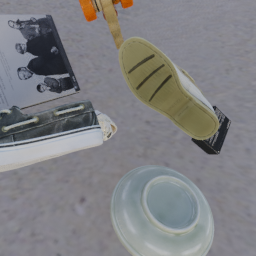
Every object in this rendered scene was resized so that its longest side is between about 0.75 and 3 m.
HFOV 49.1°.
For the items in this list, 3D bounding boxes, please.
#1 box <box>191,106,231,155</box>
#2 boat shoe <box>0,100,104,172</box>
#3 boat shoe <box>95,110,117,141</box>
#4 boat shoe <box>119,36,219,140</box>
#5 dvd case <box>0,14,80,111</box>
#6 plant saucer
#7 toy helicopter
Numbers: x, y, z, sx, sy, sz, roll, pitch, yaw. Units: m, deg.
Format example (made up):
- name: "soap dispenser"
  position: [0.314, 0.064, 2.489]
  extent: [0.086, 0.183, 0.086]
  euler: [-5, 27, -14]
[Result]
- name: "box"
  position: [2.057, 0.064, 6.884]
  extent: [0.696, 0.389, 0.986]
  euler: [37, 67, -22]
- name: "boat shoe"
  position: [-1.771, 0.124, 4.573]
  extent: [2.714, 0.978, 0.963]
  euler: [-12, 82, -25]
- name: "boat shoe"
  position: [-0.604, 0.004, 6.362]
  extent: [0.572, 1.637, 0.580]
  euler: [38, 95, 9]
- name: "boat shoe"
  position: [0.814, -0.841, 5.808]
  extent: [0.984, 2.634, 0.901]
  euler: [-37, 22, 23]
- name: "dvd case"
  position: [-2.450, -1.454, 6.152]
  extent: [2.756, 0.341, 2.071]
  euler: [-27, 100, -49]
- name: "plant saucer"
  position: [0.793, 1.624, 5.719]
  extent: [2.289, 0.574, 2.289]
  euler: [10, 47, -11]
- name: "toy helicopter"
  position: [-0.499, -2.886, 6.750]
  extent: [1.036, 2.628, 1.738]
  euler: [-20, 71, 3]
